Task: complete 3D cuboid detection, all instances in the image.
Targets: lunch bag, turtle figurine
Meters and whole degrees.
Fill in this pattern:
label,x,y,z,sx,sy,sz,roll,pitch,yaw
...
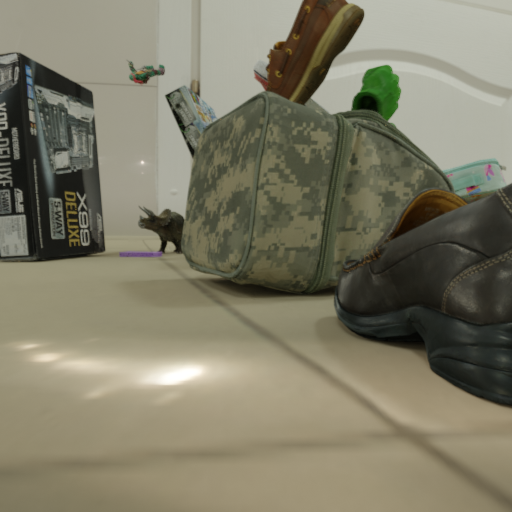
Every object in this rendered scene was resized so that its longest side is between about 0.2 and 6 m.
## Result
label,x,y,z,sx,sy,sz,roll,pitch,yaw
lunch bag,0.486,-0.471,5.480,1.990,1.653,2.372,11,-2,-20
lunch bag,5.448,-1.794,15.458,2.853,1.100,2.288,-16,-14,25
turtle figurine,-2.175,-3.495,10.664,0.641,0.431,0.857,25,32,25

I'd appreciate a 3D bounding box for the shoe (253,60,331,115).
label,x,y,z,sx,sy,sz,roll,pitch,yaw
shoe,0.570,-3.025,11.693,2.470,1.123,0.882,20,26,-50

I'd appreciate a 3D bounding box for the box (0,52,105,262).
label,x,y,z,sx,sy,sz,roll,pitch,yaw
box,-3.890,-1.658,10.503,0.854,3.433,2.707,-4,1,10

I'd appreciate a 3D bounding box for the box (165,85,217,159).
label,x,y,z,sx,sy,sz,roll,pitch,yaw
box,-1.133,-2.710,13.056,0.553,1.899,2.774,-25,0,9

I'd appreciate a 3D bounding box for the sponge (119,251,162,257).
label,x,y,z,sx,sy,sz,roll,pitch,yaw
sponge,-2.307,-0.031,11.205,0.756,0.113,0.422,0,3,15

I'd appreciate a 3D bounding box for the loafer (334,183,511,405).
label,x,y,z,sx,sy,sz,roll,pitch,yaw
loafer,0.871,0.056,2.574,0.740,0.735,2.032,-2,2,-12

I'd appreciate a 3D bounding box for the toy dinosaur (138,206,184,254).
label,x,y,z,sx,sy,sz,roll,pitch,yaw
toy dinosaur,-1.894,-0.599,12.958,0.823,1.094,2.139,1,4,17

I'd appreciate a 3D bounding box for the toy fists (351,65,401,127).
label,x,y,z,sx,sy,sz,roll,pitch,yaw
toy fists,2.377,-2.604,11.254,0.825,2.398,1.223,19,50,27

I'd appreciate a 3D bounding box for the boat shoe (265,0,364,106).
label,x,y,z,sx,sy,sz,roll,pitch,yaw
boat shoe,0.685,-3.244,9.499,1.022,0.959,2.839,-45,-4,-41
